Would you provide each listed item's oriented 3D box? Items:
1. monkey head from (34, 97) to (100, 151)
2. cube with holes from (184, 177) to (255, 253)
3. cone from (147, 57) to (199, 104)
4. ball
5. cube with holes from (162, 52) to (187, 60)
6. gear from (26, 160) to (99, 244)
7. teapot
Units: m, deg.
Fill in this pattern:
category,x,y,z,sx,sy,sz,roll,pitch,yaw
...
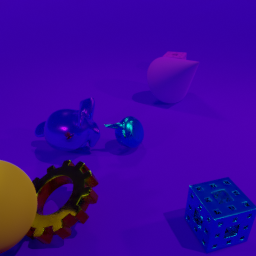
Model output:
category,x,y,z,sx,sy,sz,roll,pitch,yaw
monkey head,-1.337,-0.155,6.632,1.992,1.433,1.201,-11,-22,44
cube with holes,1.495,1.416,4.648,0.768,0.768,0.768,-9,32,-15
cone,1.693,-1.747,8.736,1.636,1.636,1.642,-16,-2,-26
ball,-2.046,1.146,4.086,1.372,1.372,1.372,0,29,0
cube with holes,1.970,-2.720,11.920,0.819,0.819,0.819,10,32,21
gear,-1.223,1.224,4.871,1.470,0.272,1.470,-18,39,16
teapot,-0.033,0.106,6.840,0.623,1.273,0.791,-13,63,34
